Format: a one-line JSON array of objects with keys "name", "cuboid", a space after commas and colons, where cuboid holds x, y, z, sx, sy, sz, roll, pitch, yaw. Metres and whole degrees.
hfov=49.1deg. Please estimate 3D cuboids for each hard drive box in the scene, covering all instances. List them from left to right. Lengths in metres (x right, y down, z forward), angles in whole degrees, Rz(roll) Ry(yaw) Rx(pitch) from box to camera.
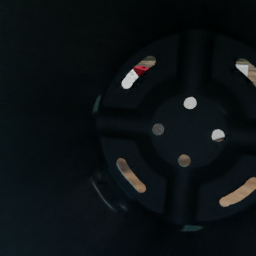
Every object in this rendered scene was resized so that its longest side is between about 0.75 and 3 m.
[{"name": "hard drive box", "cuboid": [1.600, -0.547, 6.048, 2.041, 1.590, 0.784, -12, 20, -34]}]

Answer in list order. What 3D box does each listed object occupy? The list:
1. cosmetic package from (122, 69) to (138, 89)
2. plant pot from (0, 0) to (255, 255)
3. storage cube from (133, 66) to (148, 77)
[{"name": "cosmetic package", "cuboid": [-1.217, -0.627, 5.789, 2.886, 1.629, 1.171, -16, 67, -49]}, {"name": "plant pot", "cuboid": [0.253, 0.206, 1.693, 2.911, 2.911, 2.851, 5, 9, 17]}, {"name": "storage cube", "cuboid": [0.757, -1.728, 10.860, 1.092, 1.215, 1.039, 19, 20, 16]}]
